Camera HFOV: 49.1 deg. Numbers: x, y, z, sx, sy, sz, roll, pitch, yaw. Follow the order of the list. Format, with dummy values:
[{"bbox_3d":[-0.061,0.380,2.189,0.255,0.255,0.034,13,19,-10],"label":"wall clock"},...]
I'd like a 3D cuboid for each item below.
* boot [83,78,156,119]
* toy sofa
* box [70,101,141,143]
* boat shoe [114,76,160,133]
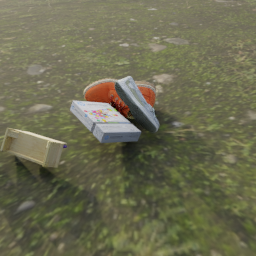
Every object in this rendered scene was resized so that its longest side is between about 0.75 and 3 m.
[{"bbox_3d":[-0.332,-0.935,9.470,2.547,0.956,1.366,1,45,6],"label":"boot"},{"bbox_3d":[-2.485,0.529,7.469,1.615,0.669,0.788,14,-3,23],"label":"toy sofa"},{"bbox_3d":[-0.668,-0.206,8.136,1.376,0.363,1.765,0,30,-43],"label":"box"},{"bbox_3d":[0.359,-0.746,8.520,0.641,0.737,1.999,-31,71,-21],"label":"boat shoe"}]
